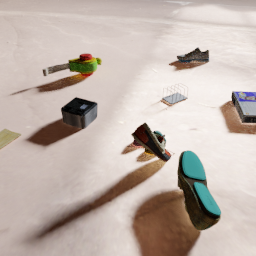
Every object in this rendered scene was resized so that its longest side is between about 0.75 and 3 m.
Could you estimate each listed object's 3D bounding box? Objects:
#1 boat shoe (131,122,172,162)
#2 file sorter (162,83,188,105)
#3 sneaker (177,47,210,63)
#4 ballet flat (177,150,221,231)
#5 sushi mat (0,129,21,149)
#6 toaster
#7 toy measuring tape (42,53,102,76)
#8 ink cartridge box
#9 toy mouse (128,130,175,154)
[{"bbox_3d":[0.761,0.415,7.657,0.519,1.660,0.591,-47,39,7],"label":"boat shoe"},{"bbox_3d":[1.881,-1.379,11.088,0.876,0.545,0.608,-21,40,-28],"label":"file sorter"},{"bbox_3d":[3.378,-3.811,14.464,1.717,0.744,0.643,-1,36,1],"label":"sneaker"},{"bbox_3d":[1.564,1.461,6.798,0.803,0.803,2.271,-3,35,-4],"label":"ballet flat"},{"bbox_3d":[-4.199,0.525,8.702,0.783,0.099,1.638,18,38,24],"label":"sushi mat"},{"bbox_3d":[-1.697,-0.528,9.752,0.989,0.649,1.094,15,37,20],"label":"toaster"},{"bbox_3d":[-2.336,-2.734,12.633,2.874,1.057,1.057,-23,40,-32],"label":"toy measuring tape"},{"bbox_3d":[4.949,-0.787,10.328,1.863,0.404,1.845,1,35,6],"label":"ink cartridge box"},{"bbox_3d":[0.682,0.326,8.828,1.444,0.279,1.284,-1,35,-2],"label":"toy mouse"}]
